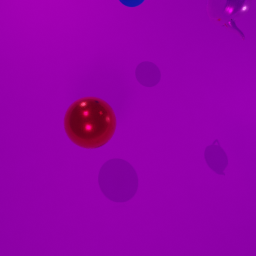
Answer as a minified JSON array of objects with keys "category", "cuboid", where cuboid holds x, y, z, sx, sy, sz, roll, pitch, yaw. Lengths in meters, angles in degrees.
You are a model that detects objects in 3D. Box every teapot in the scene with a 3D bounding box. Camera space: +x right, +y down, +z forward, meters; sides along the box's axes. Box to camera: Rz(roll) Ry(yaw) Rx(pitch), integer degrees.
[{"category":"teapot","cuboid":[1.775,-2.110,4.817,0.616,0.782,1.258,-1,81,-24]}]

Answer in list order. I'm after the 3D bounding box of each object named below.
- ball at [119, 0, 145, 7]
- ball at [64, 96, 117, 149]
[{"category":"ball","cuboid":[0.097,-3.519,7.115,0.833,0.833,0.833,0,77,0]},{"category":"ball","cuboid":[-0.857,-0.121,6.382,1.196,1.196,1.196,0,77,0]}]
